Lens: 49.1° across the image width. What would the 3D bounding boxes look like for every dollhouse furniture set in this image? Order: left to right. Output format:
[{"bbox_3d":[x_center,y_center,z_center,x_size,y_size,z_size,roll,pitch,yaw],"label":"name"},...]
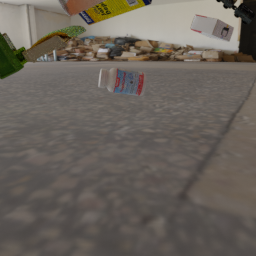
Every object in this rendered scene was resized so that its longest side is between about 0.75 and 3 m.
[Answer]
[{"bbox_3d":[-2.784,-2.697,8.133,2.573,1.291,1.686,-18,27,22],"label":"dollhouse furniture set"}]

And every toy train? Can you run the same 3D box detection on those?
[{"bbox_3d":[3.295,-4.435,9.472,0.556,2.430,0.414,-48,-3,-27],"label":"toy train"}]

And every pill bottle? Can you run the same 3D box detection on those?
[{"bbox_3d":[-0.137,-1.088,6.527,1.048,0.570,0.570,6,15,-11],"label":"pill bottle"}]

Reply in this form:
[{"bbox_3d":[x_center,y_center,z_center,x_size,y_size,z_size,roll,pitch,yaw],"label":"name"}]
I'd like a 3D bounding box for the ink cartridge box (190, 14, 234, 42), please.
[{"bbox_3d":[2.307,-2.717,7.654,0.749,0.435,1.015,30,23,38],"label":"ink cartridge box"}]

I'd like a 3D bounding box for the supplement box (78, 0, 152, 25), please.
[{"bbox_3d":[-0.395,-3.250,6.337,1.851,1.007,1.013,-3,-28,35],"label":"supplement box"}]

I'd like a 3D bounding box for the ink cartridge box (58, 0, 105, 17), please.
[{"bbox_3d":[0.067,-2.845,4.401,2.855,0.716,2.315,-24,37,-3],"label":"ink cartridge box"}]
